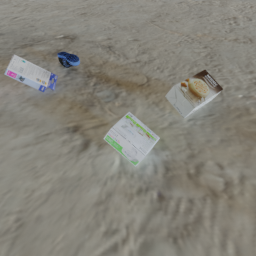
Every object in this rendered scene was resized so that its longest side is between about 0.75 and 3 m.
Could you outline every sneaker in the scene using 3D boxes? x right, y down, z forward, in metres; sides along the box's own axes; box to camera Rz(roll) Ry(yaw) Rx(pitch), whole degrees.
[{"bbox_3d":[-2.076,-2.355,9.985,0.430,0.478,1.226,-33,44,-26],"label":"sneaker"}]

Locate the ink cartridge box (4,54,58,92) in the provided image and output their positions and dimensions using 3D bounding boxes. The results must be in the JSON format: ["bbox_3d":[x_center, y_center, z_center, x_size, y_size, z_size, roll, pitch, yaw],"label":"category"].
[{"bbox_3d":[-2.926,-1.620,8.585,1.451,0.305,0.866,23,36,-23],"label":"ink cartridge box"}]

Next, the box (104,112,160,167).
[{"bbox_3d":[0.098,0.221,6.038,0.919,0.445,0.811,40,40,3],"label":"box"}]

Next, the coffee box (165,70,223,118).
[{"bbox_3d":[1.844,-0.969,7.729,1.428,0.569,0.817,-31,77,-36],"label":"coffee box"}]
